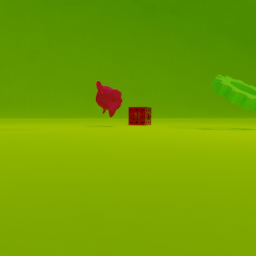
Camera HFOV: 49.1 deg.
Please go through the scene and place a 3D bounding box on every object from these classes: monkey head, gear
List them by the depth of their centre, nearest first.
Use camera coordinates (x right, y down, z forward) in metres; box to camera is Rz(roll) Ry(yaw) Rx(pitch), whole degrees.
[{"bbox_3d":[3.059,-0.924,7.495,1.632,0.302,1.632,17,27,-9],"label":"gear"},{"bbox_3d":[-0.759,-0.930,10.089,0.951,1.136,1.579,9,-38,13],"label":"monkey head"}]

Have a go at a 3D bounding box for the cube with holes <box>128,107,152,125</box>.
[{"bbox_3d":[0.503,-0.493,11.638,0.746,0.746,0.746,2,2,24],"label":"cube with holes"}]
